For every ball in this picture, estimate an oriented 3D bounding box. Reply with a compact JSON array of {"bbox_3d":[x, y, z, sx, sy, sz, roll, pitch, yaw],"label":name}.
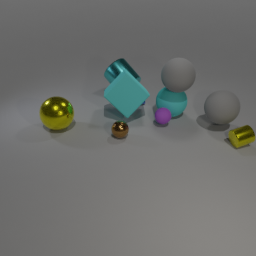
[{"bbox_3d":[-2.916,-0.601,11.512,1.400,1.400,1.400,0,30,0],"label":"ball"},{"bbox_3d":[3.812,-0.849,11.365,1.400,1.400,1.400,0,30,0],"label":"ball"},{"bbox_3d":[2.054,-2.155,11.459,1.400,1.400,1.400,0,30,0],"label":"ball"},{"bbox_3d":[-0.313,0.049,11.092,0.700,0.700,0.700,0,30,0],"label":"ball"},{"bbox_3d":[1.945,-1.202,12.525,1.400,1.400,1.400,0,30,0],"label":"ball"},{"bbox_3d":[1.475,-0.512,11.795,0.700,0.700,0.700,0,30,0],"label":"ball"}]

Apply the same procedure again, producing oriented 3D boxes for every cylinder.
[{"bbox_3d":[4.267,0.313,10.520,0.700,0.700,0.700,-19,33,-5],"label":"cylinder"},{"bbox_3d":[-0.284,-2.603,14.415,1.400,1.400,1.400,-31,77,-41],"label":"cylinder"}]

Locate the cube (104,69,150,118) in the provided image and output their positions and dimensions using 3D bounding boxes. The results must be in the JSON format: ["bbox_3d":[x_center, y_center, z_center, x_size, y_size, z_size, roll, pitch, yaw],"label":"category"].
[{"bbox_3d":[-0.081,-1.536,12.260,1.400,1.400,1.400,42,10,-14],"label":"cube"}]

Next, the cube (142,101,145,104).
[{"bbox_3d":[0.418,-1.592,13.816,0.700,0.700,0.700,-9,25,-14],"label":"cube"}]
